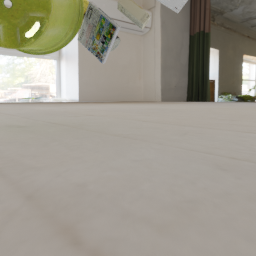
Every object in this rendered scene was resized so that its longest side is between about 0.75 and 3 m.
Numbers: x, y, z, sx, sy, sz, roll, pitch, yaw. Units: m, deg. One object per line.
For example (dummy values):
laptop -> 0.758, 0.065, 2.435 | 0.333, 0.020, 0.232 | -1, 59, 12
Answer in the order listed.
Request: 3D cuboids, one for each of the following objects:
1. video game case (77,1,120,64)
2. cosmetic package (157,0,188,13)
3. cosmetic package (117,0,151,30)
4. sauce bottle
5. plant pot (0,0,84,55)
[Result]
video game case -> -0.878, -2.716, 8.067 | 1.184, 1.299, 0.143 | 45, 45, 13
cosmetic package -> 1.230, -3.024, 4.058 | 0.679, 1.107, 2.681 | 25, -21, -10
cosmetic package -> 0.150, -3.053, 7.381 | 0.883, 0.314, 0.464 | 40, -2, -4
sauce bottle -> -1.253, -3.415, 8.685 | 2.542, 0.822, 0.822 | 45, 20, 11
plant pot -> -2.508, -2.938, 6.700 | 2.731, 2.731, 2.511 | -1, 23, -5
